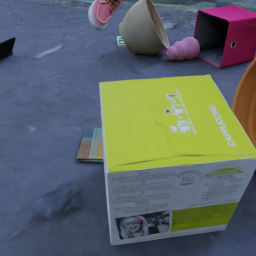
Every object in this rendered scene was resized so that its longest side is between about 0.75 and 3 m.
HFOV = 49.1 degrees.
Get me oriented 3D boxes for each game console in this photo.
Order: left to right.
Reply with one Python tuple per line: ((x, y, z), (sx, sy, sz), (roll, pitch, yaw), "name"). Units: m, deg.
((-4.905, -2.853, 10.226), (1.165, 0.771, 1.325), (17, 40, 21), "game console")

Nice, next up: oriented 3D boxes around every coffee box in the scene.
((0.581, 0.472, 4.665), (1.969, 1.948, 1.966), (-4, 43, -5), "coffee box")

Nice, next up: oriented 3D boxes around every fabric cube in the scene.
((3.576, -3.340, 10.153), (1.689, 1.662, 1.694), (-15, 39, -22), "fabric cube")

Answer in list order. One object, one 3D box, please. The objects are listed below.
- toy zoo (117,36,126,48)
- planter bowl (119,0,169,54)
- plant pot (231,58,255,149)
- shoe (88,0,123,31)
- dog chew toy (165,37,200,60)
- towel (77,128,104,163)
((-0.069, -3.697, 11.887), (0.778, 0.121, 1.185), (-2, 37, -3), "toy zoo")
((0.523, -3.638, 10.521), (1.363, 2.025, 2.025), (-21, 31, 23), "planter bowl")
((3.600, -0.310, 5.647), (1.809, 2.584, 2.584), (12, 35, -12), "plant pot")
((-0.457, -3.234, 7.097), (0.743, 0.583, 1.632), (-21, 44, 45), "shoe")
((1.970, -2.845, 10.273), (1.270, 0.791, 0.791), (-20, 40, -12), "dog chew toy")
((-0.289, 0.390, 6.426), (1.578, 0.171, 1.157), (1, 37, 3), "towel")
